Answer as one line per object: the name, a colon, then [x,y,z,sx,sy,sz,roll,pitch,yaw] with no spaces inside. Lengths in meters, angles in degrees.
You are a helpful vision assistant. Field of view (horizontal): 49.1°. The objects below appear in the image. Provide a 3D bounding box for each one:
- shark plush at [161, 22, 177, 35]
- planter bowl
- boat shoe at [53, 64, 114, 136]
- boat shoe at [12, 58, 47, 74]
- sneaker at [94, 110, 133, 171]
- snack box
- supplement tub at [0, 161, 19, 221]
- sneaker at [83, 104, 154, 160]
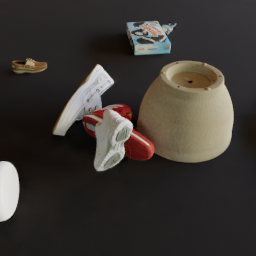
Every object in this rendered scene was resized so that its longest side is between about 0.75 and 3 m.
shark plush: [2.082,-5.007,13.932,1.153,0.480,0.524,-22,45,-24]
planter bowl: [1.620,-0.678,7.748,2.756,1.855,2.756,-1,40,1]
boat shoe: [-1.220,-0.766,8.504,0.985,1.006,2.843,36,56,-11]
boat shoe: [-3.839,-2.435,10.875,1.321,0.488,0.500,-8,41,-10]
sneaker: [-0.476,0.277,6.574,0.668,1.714,0.852,-10,47,-40]
snack box: [0.878,-4.223,12.983,1.581,0.505,2.721,-5,40,-6]
supplement tub: [-3.305,1.338,5.815,1.710,1.235,1.235,-3,40,-2]
sneaker: [-0.022,-0.096,7.799,2.360,0.925,1.364,28,49,27]
